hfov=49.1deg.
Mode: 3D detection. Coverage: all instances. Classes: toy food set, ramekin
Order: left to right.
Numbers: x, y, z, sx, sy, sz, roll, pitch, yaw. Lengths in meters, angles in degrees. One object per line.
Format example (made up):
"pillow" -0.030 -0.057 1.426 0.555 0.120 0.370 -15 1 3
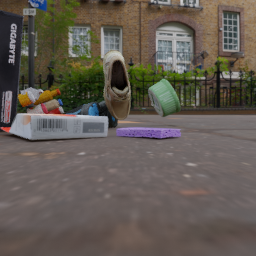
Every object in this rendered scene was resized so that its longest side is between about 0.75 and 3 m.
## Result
"toy food set" -2.027 -0.622 6.830 0.755 0.801 1.679 -22 4 -6
"ramekin" 1.147 -0.936 9.133 0.583 1.193 1.193 -27 6 -5

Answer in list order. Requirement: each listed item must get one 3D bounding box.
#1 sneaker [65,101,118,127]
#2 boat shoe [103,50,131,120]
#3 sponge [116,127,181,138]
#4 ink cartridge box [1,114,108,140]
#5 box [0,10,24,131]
"sneaker" -0.960 -0.399 8.208 0.909 0.813 2.220 -7 -4 21
"boat shoe" -0.255 -0.971 7.267 0.708 1.963 0.638 -11 35 -10
"sponge" 0.373 0.084 5.266 1.085 0.162 0.605 2 3 42
"ink cartridge box" -1.460 -0.094 5.399 1.466 0.453 1.807 0 8 -38
"box" -3.613 -1.221 5.712 2.667 2.687 0.668 -2 18 -43
